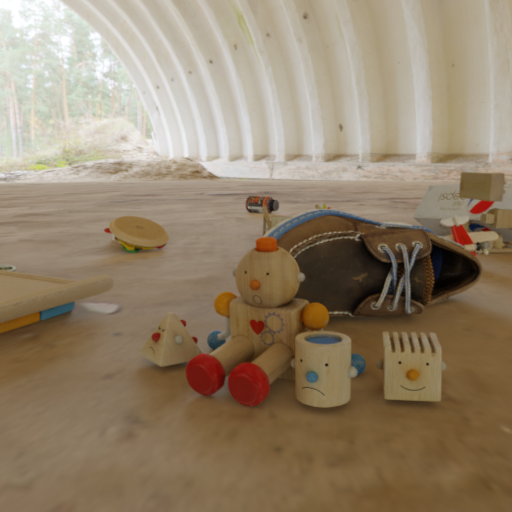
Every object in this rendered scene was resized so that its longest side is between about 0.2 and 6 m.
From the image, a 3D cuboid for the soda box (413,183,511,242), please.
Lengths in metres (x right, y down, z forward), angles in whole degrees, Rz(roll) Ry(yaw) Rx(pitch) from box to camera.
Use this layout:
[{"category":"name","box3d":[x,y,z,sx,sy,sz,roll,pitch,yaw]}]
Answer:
[{"category":"soda box","box3d":[4.430,-0.876,11.244,0.822,0.879,2.581,34,-9,-24]}]

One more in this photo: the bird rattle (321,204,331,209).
[{"category":"bird rattle","box3d":[2.006,-1.365,17.088,0.569,0.393,0.698,-15,3,13]}]

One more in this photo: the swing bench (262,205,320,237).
[{"category":"swing bench","box3d":[0.773,-0.513,10.808,1.196,0.780,1.202,-1,15,-8]}]

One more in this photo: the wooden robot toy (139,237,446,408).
[{"category":"wooden robot toy","box3d":[0.131,0.425,4.152,2.405,1.091,1.059,5,10,27]}]

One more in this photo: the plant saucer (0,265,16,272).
[{"category":"plant saucer","box3d":[-3.716,0.283,7.640,0.827,0.208,0.827,-1,9,0]}]

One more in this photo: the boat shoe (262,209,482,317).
[{"category":"boat shoe","box3d":[1.345,0.086,6.036,3.177,1.148,1.150,-8,14,-41]}]

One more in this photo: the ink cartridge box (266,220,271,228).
[{"category":"ink cartridge box","box3d":[0.935,-0.765,13.762,1.342,0.249,0.636,4,8,38]}]

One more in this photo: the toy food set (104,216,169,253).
[{"category":"toy food set","box3d":[-2.260,-0.429,10.675,1.169,0.287,1.181,-3,32,-41]}]

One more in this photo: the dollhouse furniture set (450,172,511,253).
[{"category":"dollhouse furniture set","box3d":[4.491,-0.806,10.369,1.183,1.452,1.380,-1,10,-8]}]

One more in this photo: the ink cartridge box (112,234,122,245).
[{"category":"ink cartridge box","box3d":[-2.614,-0.453,11.610,0.581,0.339,0.804,-5,11,-26]}]

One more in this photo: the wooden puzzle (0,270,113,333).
[{"category":"wooden puzzle","box3d":[-2.959,0.522,5.875,2.206,0.411,2.041,0,9,29]}]

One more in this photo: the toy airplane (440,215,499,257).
[{"category":"toy airplane","box3d":[3.310,-0.202,9.103,0.928,0.655,0.924,26,57,34]}]

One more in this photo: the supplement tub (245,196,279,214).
[{"category":"supplement tub","box3d":[0.210,-1.645,18.050,1.039,0.556,0.556,6,11,31]}]
